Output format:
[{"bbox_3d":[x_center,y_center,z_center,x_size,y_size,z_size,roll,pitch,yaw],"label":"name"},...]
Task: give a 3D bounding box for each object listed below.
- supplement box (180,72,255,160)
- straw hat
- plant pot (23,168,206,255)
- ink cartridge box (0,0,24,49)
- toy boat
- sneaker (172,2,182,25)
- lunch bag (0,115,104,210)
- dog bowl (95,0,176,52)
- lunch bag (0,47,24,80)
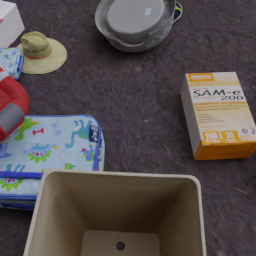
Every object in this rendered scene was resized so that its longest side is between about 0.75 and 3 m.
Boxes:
[{"bbox_3d":[2.449,-0.388,7.777,1.527,0.891,2.423,-3,56,-3],"label":"supplement box"},{"bbox_3d":[-3.079,-2.750,9.397,1.958,0.829,1.958,0,57,0],"label":"straw hat"},{"bbox_3d":[-0.207,2.489,5.010,2.662,2.357,2.659,3,57,1],"label":"plant pot"},{"bbox_3d":[-5.378,-3.613,9.791,2.627,1.108,1.902,16,58,10],"label":"ink cartridge box"},{"bbox_3d":[-3.149,-1.017,5.389,2.744,1.793,1.790,44,49,-14],"label":"toy boat"},{"bbox_3d":[1.603,-4.336,10.497,0.632,0.730,1.763,21,59,14],"label":"sneaker"},{"bbox_3d":[-2.028,0.842,6.830,2.883,1.189,2.318,3,59,3],"label":"lunch bag"},{"bbox_3d":[0.297,-3.855,9.770,2.785,0.817,2.785,-6,64,13],"label":"dog bowl"},{"bbox_3d":[-3.886,-2.028,9.030,0.936,0.480,1.165,-6,61,6],"label":"lunch bag"}]
